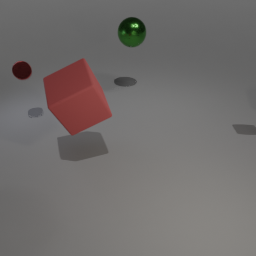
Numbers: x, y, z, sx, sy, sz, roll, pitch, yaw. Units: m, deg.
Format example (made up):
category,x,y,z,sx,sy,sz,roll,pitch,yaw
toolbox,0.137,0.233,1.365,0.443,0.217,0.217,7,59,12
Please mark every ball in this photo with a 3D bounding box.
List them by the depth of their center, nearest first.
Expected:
category,x,y,z,sx,sy,sz,roll,pitch,yaw
ball,0.192,-4.626,13.560,1.400,1.400,1.400,0,31,0

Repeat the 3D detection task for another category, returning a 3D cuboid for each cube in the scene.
category,x,y,z,sx,sy,sz,roll,pitch,yaw
cube,-1.498,-0.913,8.359,1.400,1.400,1.400,-26,49,3

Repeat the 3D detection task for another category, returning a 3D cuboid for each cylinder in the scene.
category,x,y,z,sx,sy,sz,roll,pitch,yaw
cylinder,-4.086,-2.207,10.835,0.700,0.700,0.700,-10,10,-16
